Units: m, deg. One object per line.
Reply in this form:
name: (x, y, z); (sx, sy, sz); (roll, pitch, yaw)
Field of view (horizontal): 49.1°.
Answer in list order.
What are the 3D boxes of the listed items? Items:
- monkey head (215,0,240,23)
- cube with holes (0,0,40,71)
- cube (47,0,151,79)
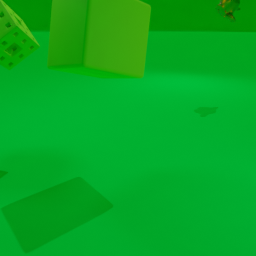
monkey head: (3.402, -3.982, 9.222); (1.247, 0.751, 0.897); (12, 38, -54)
cube with holes: (-2.333, -1.741, 5.265); (0.780, 0.780, 0.780); (-36, -15, 3)
cube: (-0.481, -1.450, 4.500); (1.155, 1.155, 1.155); (2, 6, -41)
